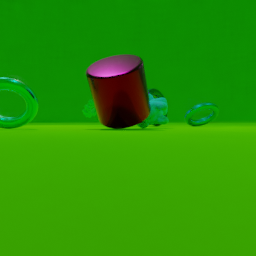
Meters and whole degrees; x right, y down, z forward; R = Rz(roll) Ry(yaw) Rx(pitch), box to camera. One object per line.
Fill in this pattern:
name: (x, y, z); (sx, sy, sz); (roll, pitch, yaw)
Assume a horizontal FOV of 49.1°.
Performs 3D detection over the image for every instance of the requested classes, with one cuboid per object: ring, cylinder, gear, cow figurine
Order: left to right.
ring: (-2.947, -0.574, 6.817); (1.464, 1.464, 0.293); (0, 40, -17)
gear: (-1.471, -0.958, 12.401); (0.218, 1.180, 1.180); (46, 19, 17)
cylinder: (-0.199, -0.887, 6.709); (1.341, 1.341, 1.341); (-9, 33, 6)
cow figurine: (0.600, -0.486, 8.006); (1.401, 0.769, 1.379); (-14, 19, -23)
ring: (1.172, -0.890, 12.057); (0.328, 1.642, 1.642); (-9, -5, 41)
ring: (2.867, -0.511, 10.887); (1.359, 0.272, 1.359); (-9, -33, -6)
